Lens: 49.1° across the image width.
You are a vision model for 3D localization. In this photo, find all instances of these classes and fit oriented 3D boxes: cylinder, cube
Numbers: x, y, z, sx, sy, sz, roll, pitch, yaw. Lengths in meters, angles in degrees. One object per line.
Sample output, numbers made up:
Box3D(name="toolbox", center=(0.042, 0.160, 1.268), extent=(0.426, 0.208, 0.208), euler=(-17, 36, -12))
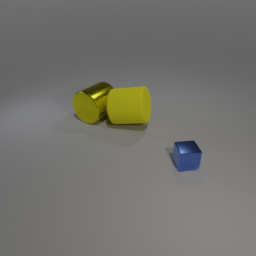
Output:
Box3D(name="cylinder", center=(0.070, -0.877, 10.992), extent=(1.400, 1.400, 1.400), euler=(-1, 28, 19))
Box3D(name="cube", center=(1.885, 0.891, 9.010), extent=(0.700, 0.700, 0.700), euler=(-4, 30, -8))
Box3D(name="cylinder", center=(-1.349, -1.084, 11.760), extent=(1.400, 1.400, 1.400), euler=(18, 34, 29))
